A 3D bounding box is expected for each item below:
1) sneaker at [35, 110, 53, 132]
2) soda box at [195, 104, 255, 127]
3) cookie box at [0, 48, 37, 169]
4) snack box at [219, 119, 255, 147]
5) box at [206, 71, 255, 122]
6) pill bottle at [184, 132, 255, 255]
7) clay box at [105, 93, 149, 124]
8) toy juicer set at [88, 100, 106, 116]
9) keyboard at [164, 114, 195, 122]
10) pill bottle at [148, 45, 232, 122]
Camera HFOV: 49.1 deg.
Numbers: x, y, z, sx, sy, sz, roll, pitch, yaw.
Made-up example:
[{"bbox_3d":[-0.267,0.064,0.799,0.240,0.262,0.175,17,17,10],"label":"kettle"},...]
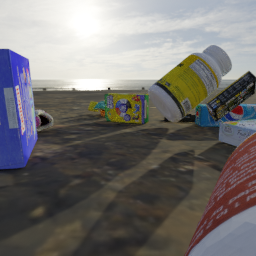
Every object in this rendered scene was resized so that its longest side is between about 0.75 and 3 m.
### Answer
[{"bbox_3d":[-3.167,-0.248,8.693,0.862,0.795,1.954,6,12,42],"label":"sneaker"},{"bbox_3d":[3.684,-0.471,10.113,2.350,0.754,0.797,-1,10,-1],"label":"soda box"},{"bbox_3d":[-2.655,-0.507,6.056,0.966,2.198,2.569,-5,10,-12],"label":"cookie box"},{"bbox_3d":[3.463,0.206,6.643,1.540,0.574,2.165,-3,10,-19],"label":"snack box"},{"bbox_3d":[2.755,-0.800,7.458,1.333,0.329,1.065,-38,-26,9],"label":"box"},{"bbox_3d":[0.927,0.745,1.176,1.366,1.366,2.435,5,10,25],"label":"pill bottle"},{"bbox_3d":[-0.160,-0.782,10.879,1.926,1.106,0.458,4,11,25],"label":"clay box"},{"bbox_3d":[-0.818,-0.824,12.839,1.525,0.652,2.398,11,-3,-24],"label":"toy juicer set"},{"bbox_3d":[2.308,-0.403,11.413,1.641,0.211,0.985,2,16,8],"label":"keyboard"},{"bbox_3d":[2.221,-1.620,9.896,2.802,1.575,1.575,-39,18,-7],"label":"pill bottle"}]
